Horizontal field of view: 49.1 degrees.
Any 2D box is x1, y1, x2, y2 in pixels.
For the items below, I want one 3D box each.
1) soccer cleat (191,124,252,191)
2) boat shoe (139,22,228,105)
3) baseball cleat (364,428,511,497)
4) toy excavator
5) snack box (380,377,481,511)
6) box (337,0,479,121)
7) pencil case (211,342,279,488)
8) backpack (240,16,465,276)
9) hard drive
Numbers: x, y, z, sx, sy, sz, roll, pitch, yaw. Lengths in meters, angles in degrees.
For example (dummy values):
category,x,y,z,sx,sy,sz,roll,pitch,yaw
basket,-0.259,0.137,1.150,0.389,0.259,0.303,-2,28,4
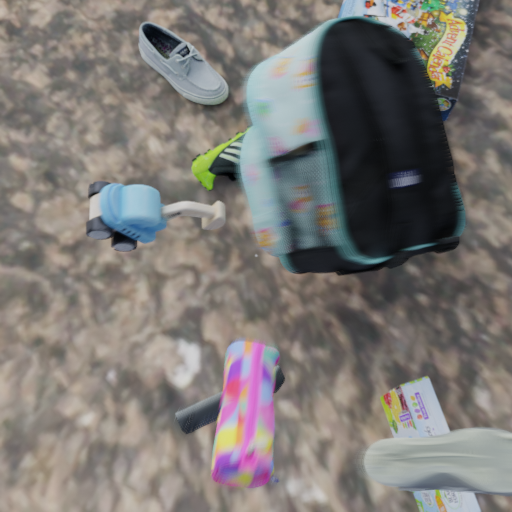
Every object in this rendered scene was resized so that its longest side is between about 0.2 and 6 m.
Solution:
category,x,y,z,sx,sy,sz,roll,pitch,yaw
soccer cleat,-0.390,-2.099,11.767,2.070,0.699,0.839,-34,97,-17
boat shoe,-1.687,-4.307,12.438,2.527,0.900,0.881,38,73,14
baseball cleat,2.199,2.282,6.182,1.909,1.016,0.666,-5,62,27
toy excavator,-1.606,-0.681,9.072,1.761,1.712,0.880,-14,65,27
snack box,2.762,3.153,9.172,0.547,1.467,2.063,-15,70,-6
box,3.431,-5.430,12.927,2.973,0.820,4.352,16,69,6
pencil case,-0.087,1.710,6.171,0.718,0.718,1.624,2,44,1
backpack,1.386,-1.669,8.745,3.140,2.739,3.573,-13,97,-36
hard drive,-0.334,1.954,7.538,1.456,1.016,0.239,-23,72,-11
